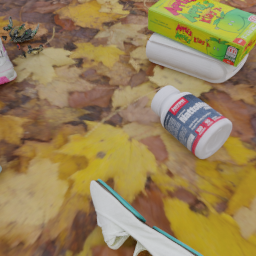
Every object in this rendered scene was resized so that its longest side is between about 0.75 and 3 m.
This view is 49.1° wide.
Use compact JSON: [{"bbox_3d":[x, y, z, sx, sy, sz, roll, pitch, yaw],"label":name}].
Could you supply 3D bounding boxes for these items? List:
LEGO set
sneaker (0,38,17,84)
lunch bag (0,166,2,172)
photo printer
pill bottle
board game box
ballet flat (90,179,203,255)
[{"bbox_3d":[-3.698,-3.118,9.856,1.328,0.579,2.044,-13,61,-9],"label":"LEGO set"},{"bbox_3d":[-4.199,-2.203,8.465,1.033,1.120,2.539,-26,52,-22],"label":"sneaker"},{"bbox_3d":[-3.372,0.933,6.013,0.913,0.439,1.139,29,53,24],"label":"lunch bag"},{"bbox_3d":[2.341,-2.628,8.909,2.838,0.985,2.361,25,56,21],"label":"photo printer"},{"bbox_3d":[1.419,-0.218,6.662,1.075,1.075,1.797,-29,53,-24],"label":"pill bottle"},{"bbox_3d":[2.193,-2.984,8.072,2.945,0.701,1.496,33,61,24],"label":"board game box"},{"bbox_3d":[0.155,1.928,4.879,2.748,0.954,0.954,31,54,25],"label":"ballet flat"}]
